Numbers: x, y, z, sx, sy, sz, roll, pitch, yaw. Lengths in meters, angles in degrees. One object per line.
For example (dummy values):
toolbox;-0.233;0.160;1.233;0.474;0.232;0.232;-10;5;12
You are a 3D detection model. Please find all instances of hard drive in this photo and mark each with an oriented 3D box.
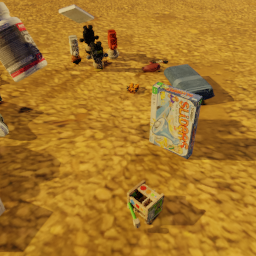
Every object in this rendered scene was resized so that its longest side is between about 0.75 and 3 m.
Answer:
hard drive;-1.673;-3.713;9.171;0.656;0.126;0.994;-3;-3;29

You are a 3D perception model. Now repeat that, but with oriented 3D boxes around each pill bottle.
pill bottle;-3.584;-2.626;8.656;1.201;2.170;1.201;-26;20;10

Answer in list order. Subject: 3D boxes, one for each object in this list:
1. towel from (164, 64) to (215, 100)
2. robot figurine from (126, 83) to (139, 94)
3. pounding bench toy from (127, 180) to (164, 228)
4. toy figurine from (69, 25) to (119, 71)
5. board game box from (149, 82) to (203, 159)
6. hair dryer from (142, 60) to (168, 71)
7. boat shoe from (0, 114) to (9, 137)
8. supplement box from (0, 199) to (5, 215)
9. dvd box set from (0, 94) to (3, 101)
towel;2.689;-2.039;12.723;1.446;0.629;2.591;-10;39;-12
robot figurine;0.247;-1.808;12.741;0.566;0.227;0.781;10;38;12
pounding bench toy;0.291;2.021;7.370;0.822;0.655;1.054;31;47;34
toy figurine;-1.819;-4.199;14.865;2.363;1.644;2.327;18;46;19
board game box;1.453;-0.212;8.970;1.532;2.264;0.390;24;44;29
hair dryer;1.286;-3.219;14.600;1.449;0.394;1.103;-27;27;-36
boat shoe;-4.973;-0.302;10.349;1.999;0.720;0.709;21;46;29
supplement box;-4.642;2.025;7.303;2.393;0.729;1.302;13;39;19
dvd box set;-6.416;-0.957;11.073;2.431;0.357;1.779;9;36;33
